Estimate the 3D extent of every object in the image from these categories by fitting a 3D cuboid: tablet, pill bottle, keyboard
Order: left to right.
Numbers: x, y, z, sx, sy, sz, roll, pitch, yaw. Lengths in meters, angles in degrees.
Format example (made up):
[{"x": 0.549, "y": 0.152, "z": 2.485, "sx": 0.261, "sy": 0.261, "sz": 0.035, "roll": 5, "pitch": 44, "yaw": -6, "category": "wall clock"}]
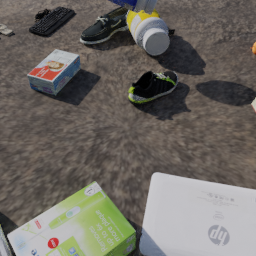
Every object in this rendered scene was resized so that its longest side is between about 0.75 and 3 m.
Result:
[{"x": -3.471, "y": -4.887, "z": 12.283, "sx": 1.321, "sy": 0.503, "sz": 2.539, "roll": 14, "pitch": 46, "yaw": 13, "category": "keyboard"}, {"x": 0.117, "y": -4.179, "z": 8.749, "sx": 1.605, "sy": 0.899, "sz": 0.899, "roll": 21, "pitch": 46, "yaw": -7, "category": "pill bottle"}, {"x": 0.771, "y": -3.726, "z": 10.581, "sx": 1.274, "sy": 1.274, "sz": 2.275, "roll": -10, "pitch": 47, "yaw": -10, "category": "pill bottle"}, {"x": 1.846, "y": 1.943, "z": 5.773, "sx": 2.992, "sy": 0.204, "sz": 1.947, "roll": 8, "pitch": 46, "yaw": 9, "category": "tablet"}]

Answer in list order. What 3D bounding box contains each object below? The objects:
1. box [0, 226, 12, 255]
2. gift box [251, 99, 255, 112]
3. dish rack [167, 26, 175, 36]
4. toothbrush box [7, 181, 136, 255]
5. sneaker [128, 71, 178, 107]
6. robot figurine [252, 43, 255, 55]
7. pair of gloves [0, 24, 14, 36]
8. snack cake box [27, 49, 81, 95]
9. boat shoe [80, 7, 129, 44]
[{"x": -3.049, "y": 2.460, "z": 5.031, "sx": 1.677, "sy": 0.512, "sz": 2.117, "roll": -27, "pitch": 51, "yaw": -24, "category": "box"}, {"x": 4.605, "y": -0.285, "z": 6.736, "sx": 2.205, "sy": 2.059, "sz": 2.035, "roll": 15, "pitch": 43, "yaw": -13, "category": "gift box"}, {"x": 1.520, "y": -4.123, "z": 11.703, "sx": 0.674, "sy": 0.240, "sz": 0.879, "roll": -10, "pitch": 46, "yaw": -11, "category": "dish rack"}, {"x": -0.982, "y": 2.107, "z": 5.182, "sx": 1.871, "sy": 0.806, "sz": 1.363, "roll": -29, "pitch": 52, "yaw": -24, "category": "toothbrush box"}, {"x": 0.846, "y": -1.380, "z": 8.570, "sx": 2.054, "sy": 0.851, "sz": 0.737, "roll": -35, "pitch": 55, "yaw": -30, "category": "sneaker"}, {"x": 5.028, "y": -2.922, "z": 10.308, "sx": 0.931, "sy": 0.543, "sz": 0.670, "roll": 11, "pitch": 51, "yaw": 11, "category": "robot figurine"}, {"x": -5.516, "y": -3.963, "z": 11.559, "sx": 1.054, "sy": 0.217, "sz": 1.239, "roll": 32, "pitch": 53, "yaw": 28, "category": "pair of gloves"}, {"x": -2.388, "y": -1.874, "z": 9.259, "sx": 0.965, "sy": 0.564, "sz": 1.678, "roll": 18, "pitch": 48, "yaw": 14, "category": "snack cake box"}, {"x": -0.856, "y": -4.262, "z": 11.409, "sx": 1.049, "sy": 0.837, "sz": 2.774, "roll": 30, "pitch": 53, "yaw": 26, "category": "boat shoe"}]
